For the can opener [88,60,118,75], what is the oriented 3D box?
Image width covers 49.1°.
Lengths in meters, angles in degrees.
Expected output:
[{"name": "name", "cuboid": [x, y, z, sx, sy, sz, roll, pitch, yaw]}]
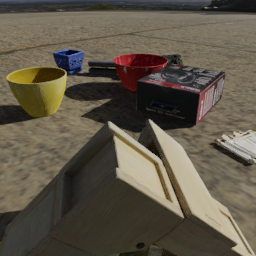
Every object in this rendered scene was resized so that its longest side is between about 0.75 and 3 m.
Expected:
[{"name": "can opener", "cuboid": [-0.691, -2.762, 13.119, 2.581, 0.689, 0.863, 5, 27, 12]}]

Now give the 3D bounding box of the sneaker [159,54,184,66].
[{"name": "sneaker", "cuboid": [1.928, -2.967, 13.203, 1.433, 0.956, 2.501, -2, 22, 11]}]

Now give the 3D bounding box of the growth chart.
[{"name": "growth chart", "cuboid": [3.538, 0.413, 7.601, 2.002, 0.178, 1.448, -11, 29, -20]}]

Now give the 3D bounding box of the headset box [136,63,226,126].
[{"name": "headset box", "cuboid": [1.816, -1.257, 9.731, 2.215, 1.150, 2.977, 16, 33, 28]}]

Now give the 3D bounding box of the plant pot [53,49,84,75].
[{"name": "plant pot", "cuboid": [-2.846, -3.198, 13.613, 1.104, 0.992, 1.104, 18, 32, 31]}]

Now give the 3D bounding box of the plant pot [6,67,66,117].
[{"name": "plant pot", "cuboid": [-2.943, -1.156, 9.358, 1.859, 1.320, 1.859, 0, 28, 0]}]

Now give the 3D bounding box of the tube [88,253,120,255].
[{"name": "tube", "cuboid": [-0.234, 1.632, 4.954, 0.597, 0.668, 2.301, 42, 38, -1]}]

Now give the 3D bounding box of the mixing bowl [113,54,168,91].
[{"name": "mixing bowl", "cuboid": [0.505, -2.242, 11.566, 2.212, 1.198, 2.212, 0, 28, 0]}]

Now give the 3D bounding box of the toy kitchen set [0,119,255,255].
[{"name": "toy kitchen set", "cuboid": [-0.055, 1.413, 4.628, 2.810, 2.535, 2.292, 37, 19, -26]}]

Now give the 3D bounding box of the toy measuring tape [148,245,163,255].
[{"name": "toy measuring tape", "cuboid": [0.177, 2.177, 3.725, 0.695, 0.695, 1.890, 9, 29, 17]}]

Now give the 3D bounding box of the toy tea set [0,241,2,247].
[{"name": "toy tea set", "cuboid": [-1.553, 2.112, 3.951, 1.475, 0.546, 0.877, 8, 29, 15]}]
